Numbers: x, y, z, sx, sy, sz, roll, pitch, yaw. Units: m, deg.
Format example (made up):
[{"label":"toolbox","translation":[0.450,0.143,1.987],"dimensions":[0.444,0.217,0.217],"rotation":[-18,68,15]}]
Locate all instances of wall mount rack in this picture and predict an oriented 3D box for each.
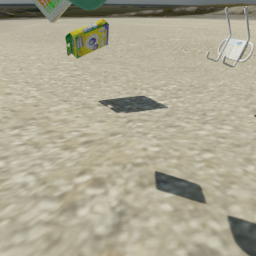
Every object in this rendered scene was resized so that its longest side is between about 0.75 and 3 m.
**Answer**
[{"label":"wall mount rack","translation":[3.206,-2.797,8.687],"dimensions":[0.711,1.657,1.907],"rotation":[17,18,-18]}]

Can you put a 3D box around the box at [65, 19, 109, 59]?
[{"label":"box","translation":[-1.511,-3.287,10.436],"dimensions":[1.725,1.012,0.417],"rotation":[-30,65,-22]}]

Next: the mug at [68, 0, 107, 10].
[{"label":"mug","translation":[-0.919,-3.044,5.422],"dimensions":[1.040,1.266,0.783],"rotation":[-12,-2,26]}]

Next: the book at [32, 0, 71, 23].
[{"label":"book","translation":[-1.937,-3.183,6.714],"dimensions":[0.699,1.046,0.251],"rotation":[-37,9,23]}]
